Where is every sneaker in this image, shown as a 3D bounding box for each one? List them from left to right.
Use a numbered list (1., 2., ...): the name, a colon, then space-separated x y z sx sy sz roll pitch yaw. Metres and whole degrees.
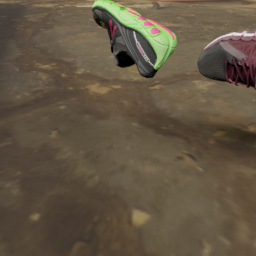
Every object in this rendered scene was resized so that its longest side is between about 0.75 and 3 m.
1. sneaker: -0.097 -1.503 4.629 0.815 0.890 2.125 6 30 -35
2. sneaker: 1.942 -0.880 4.366 2.359 0.893 1.363 3 44 46
